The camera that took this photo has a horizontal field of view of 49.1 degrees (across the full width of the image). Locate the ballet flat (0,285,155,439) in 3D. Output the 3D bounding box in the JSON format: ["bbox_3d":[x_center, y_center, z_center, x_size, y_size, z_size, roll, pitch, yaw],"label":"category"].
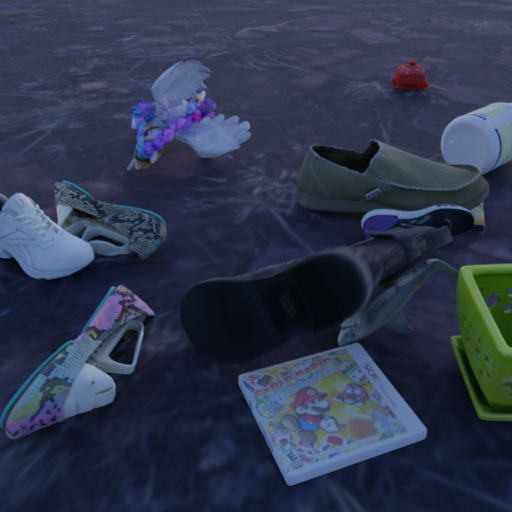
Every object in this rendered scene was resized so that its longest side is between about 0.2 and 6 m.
[{"bbox_3d":[-1.885,1.240,6.574,0.851,0.827,2.393,26,37,4],"label":"ballet flat"}]

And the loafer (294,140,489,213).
[{"bbox_3d":[2.338,-1.380,9.867,3.404,1.148,1.294,0,33,10],"label":"loafer"}]

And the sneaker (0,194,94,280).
[{"bbox_3d":[-3.460,-0.376,8.594,2.198,1.092,0.856,16,37,23],"label":"sneaker"}]

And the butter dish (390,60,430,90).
[{"bbox_3d":[4.498,-5.297,16.277,1.036,0.768,1.039,2,34,4],"label":"butter dish"}]

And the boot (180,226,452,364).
[{"bbox_3d":[0.804,0.385,7.291,3.031,1.049,2.639,-17,1,35],"label":"boot"}]

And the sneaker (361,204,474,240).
[{"bbox_3d":[2.654,-0.314,9.064,1.801,0.682,0.789,-5,46,2],"label":"sneaker"}]

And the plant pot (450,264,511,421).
[{"bbox_3d":[3.033,1.033,6.255,1.439,1.312,1.446,1,36,0],"label":"plant pot"}]

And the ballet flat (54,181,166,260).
[{"bbox_3d":[-2.651,-0.547,9.232,2.519,0.854,0.948,21,64,26],"label":"ballet flat"}]

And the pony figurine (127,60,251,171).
[{"bbox_3d":[-1.681,-3.019,12.122,2.556,2.205,2.648,-28,34,16],"label":"pony figurine"}]

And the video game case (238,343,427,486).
[{"bbox_3d":[0.807,1.688,6.322,1.637,0.187,1.490,-12,35,-17],"label":"video game case"}]

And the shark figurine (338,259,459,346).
[{"bbox_3d":[1.926,0.639,7.311,0.740,1.774,1.060,51,18,1],"label":"shark figurine"}]

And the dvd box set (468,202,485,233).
[{"bbox_3d":[3.637,-0.820,10.087,0.861,0.173,1.177,8,34,14],"label":"dvd box set"}]

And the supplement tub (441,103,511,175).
[{"bbox_3d":[4.800,-2.436,11.538,1.719,1.246,1.246,-25,41,-32],"label":"supplement tub"}]
